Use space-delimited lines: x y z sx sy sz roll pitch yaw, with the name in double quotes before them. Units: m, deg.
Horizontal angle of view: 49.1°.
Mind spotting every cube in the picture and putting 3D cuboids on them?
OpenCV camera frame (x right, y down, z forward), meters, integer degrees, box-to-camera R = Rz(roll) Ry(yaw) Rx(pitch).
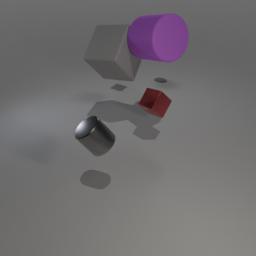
"cube" 0.913 -0.852 9.505 0.700 0.700 0.700 23 -8 47
"cube" -0.442 -2.624 9.866 1.400 1.400 1.400 12 76 32

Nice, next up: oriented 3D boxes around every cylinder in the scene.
"cylinder" 0.926 -2.834 8.829 1.400 1.400 1.400 -18 25 -27
"cylinder" -0.765 0.191 6.553 0.700 0.700 0.700 -27 35 22
